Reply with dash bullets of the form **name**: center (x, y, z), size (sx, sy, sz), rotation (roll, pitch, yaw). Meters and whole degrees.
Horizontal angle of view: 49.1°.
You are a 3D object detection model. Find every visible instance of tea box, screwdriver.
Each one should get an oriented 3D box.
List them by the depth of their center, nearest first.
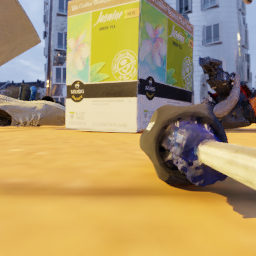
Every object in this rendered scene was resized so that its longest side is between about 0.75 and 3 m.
- **screwdriver**: center (0.127, 0.070, 0.404), size (0.293, 0.281, 2.013), rotation (-31, -1, 6)
- **tea box**: center (0.161, -1.170, 5.811), size (1.656, 2.439, 2.479), rotation (1, 3, 32)

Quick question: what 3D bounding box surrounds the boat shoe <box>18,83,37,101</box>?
- **boat shoe**: center (-4.188, -0.990, 11.279), size (0.664, 1.933, 0.814), rotation (28, 27, -4)

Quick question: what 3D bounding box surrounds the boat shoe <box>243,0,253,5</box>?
- **boat shoe**: center (3.770, -4.418, 8.782), size (0.402, 0.425, 1.186), rotation (9, -30, 45)

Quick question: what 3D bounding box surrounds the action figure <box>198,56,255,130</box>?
- **action figure**: center (2.308, -0.506, 5.712), size (2.353, 1.231, 2.276), rotation (26, -20, -35)

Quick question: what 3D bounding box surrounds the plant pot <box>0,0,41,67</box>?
- **plant pot**: center (-3.476, -2.561, 6.409), size (1.850, 1.640, 1.852), rotation (30, 58, 26)

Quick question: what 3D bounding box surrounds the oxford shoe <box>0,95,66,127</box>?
- **oxford shoe**: center (-2.903, -0.333, 8.121), size (2.625, 0.758, 0.987), rotation (9, -46, -26)

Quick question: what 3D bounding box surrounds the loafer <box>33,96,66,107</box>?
- **loafer**: center (-3.305, -0.842, 11.801), size (0.993, 1.027, 2.926), rotation (29, 15, 5)
